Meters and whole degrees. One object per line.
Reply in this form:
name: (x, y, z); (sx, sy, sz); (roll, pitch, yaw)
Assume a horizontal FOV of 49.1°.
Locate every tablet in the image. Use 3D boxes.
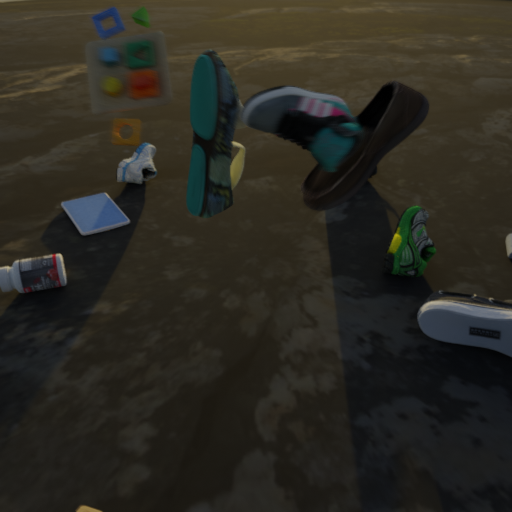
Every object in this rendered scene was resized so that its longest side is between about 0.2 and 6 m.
tablet: (-3.810, -1.008, 13.223); (1.141, 0.120, 1.754); (-18, 38, -27)

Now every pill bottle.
pill bottle: (-4.225, 0.356, 10.603); (1.133, 0.627, 0.627); (-10, 34, -15)

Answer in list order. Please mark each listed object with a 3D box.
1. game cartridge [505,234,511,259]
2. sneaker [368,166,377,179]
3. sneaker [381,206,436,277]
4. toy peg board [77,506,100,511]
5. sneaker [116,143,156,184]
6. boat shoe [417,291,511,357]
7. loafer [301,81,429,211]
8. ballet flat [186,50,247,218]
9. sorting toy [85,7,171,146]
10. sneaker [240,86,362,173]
game cartridge: (5.992, -0.128, 11.734); (1.377, 0.279, 0.918); (9, 30, 13)
sneaker: (2.550, -2.351, 14.716); (1.333, 0.768, 2.556); (4, 29, 16)
sneaker: (3.253, -0.247, 11.552); (0.908, 0.831, 2.131); (19, 45, 15)
toy peg board: (-1.697, 3.441, 5.990); (1.157, 0.566, 1.152); (11, 19, 15)
sneaker: (-2.990, -2.385, 15.016); (0.828, 0.716, 1.911); (18, 38, 4)
boat shoe: (4.110, 1.119, 9.244); (2.731, 0.955, 0.905); (7, 34, 25)
loafer: (1.688, -1.984, 9.758); (0.967, 2.724, 0.995); (34, 14, -38)
ballet flat: (-0.543, -1.779, 8.372); (0.954, 2.569, 0.954); (7, 37, -5)
sorting toy: (-2.638, -3.739, 11.363); (1.696, 3.012, 0.410); (-9, -7, 4)
sneaker: (0.779, -1.729, 7.976); (1.919, 0.803, 1.159); (-8, 55, -34)
